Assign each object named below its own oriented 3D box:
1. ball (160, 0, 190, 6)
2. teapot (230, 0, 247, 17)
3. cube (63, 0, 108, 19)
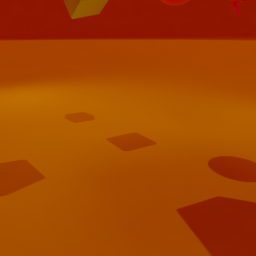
[{"bbox_3d":[1.084,-3.362,6.260,1.150,1.150,1.150,0,19,0],"label":"ball"},{"bbox_3d":[3.061,-3.706,7.466,0.841,1.353,0.662,-15,48,-24],"label":"teapot"},{"bbox_3d":[-1.203,-3.750,7.739,0.945,0.945,0.945,-24,1,-29],"label":"cube"}]
